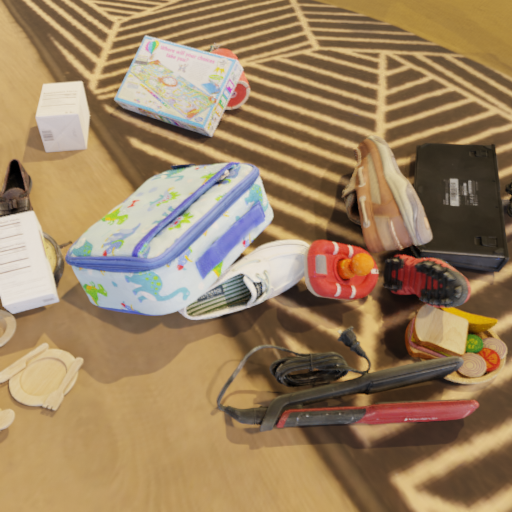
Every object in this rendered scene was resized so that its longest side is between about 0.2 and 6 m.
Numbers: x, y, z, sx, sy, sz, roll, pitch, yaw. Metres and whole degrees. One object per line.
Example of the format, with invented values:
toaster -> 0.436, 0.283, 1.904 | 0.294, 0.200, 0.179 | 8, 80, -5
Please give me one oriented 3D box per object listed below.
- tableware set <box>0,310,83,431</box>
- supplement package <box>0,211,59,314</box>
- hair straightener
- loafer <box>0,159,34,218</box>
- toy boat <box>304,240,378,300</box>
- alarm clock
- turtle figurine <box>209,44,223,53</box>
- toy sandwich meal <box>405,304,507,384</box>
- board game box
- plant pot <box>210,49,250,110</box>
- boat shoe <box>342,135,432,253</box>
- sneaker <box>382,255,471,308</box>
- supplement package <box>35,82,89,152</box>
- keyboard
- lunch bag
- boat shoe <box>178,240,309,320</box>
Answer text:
tableware set -> -3.961, 1.767, 7.997 | 2.568, 0.298, 2.145 | 23, 47, 23
supplement package -> -3.608, 0.107, 8.656 | 0.736, 0.764, 1.343 | -14, 80, -16
hair straightener -> 1.163, 1.704, 7.769 | 3.471, 0.710, 1.336 | -6, 60, 2
loafer -> -4.746, -1.202, 10.947 | 0.665, 0.583, 1.851 | -10, 44, -11
toy boat -> 1.474, 0.201, 8.894 | 1.394, 0.911, 0.909 | 9, 73, -40
alarm clock -> -3.869, 0.280, 9.278 | 1.118, 0.552, 1.658 | 25, 64, 1
turtle figurine -> -1.238, -5.626, 15.767 | 0.902, 0.454, 0.675 | -28, 33, -6
toy sandwich meal -> 3.006, 1.245, 8.384 | 1.497, 0.513, 1.497 | 0, 43, 0
board game box -> -1.879, -4.084, 13.386 | 2.694, 0.461, 1.811 | 23, 85, 22
plant pot -> -0.769, -4.293, 13.888 | 1.225, 1.225, 1.083 | -18, 58, -19
boat shoe -> 2.170, -1.209, 10.458 | 1.223, 1.290, 3.408 | -25, 28, 13
sneaker -> 2.806, 0.383, 8.723 | 0.965, 0.698, 1.976 | 5, 4, -16
supplement package -> -4.388, -3.194, 12.809 | 0.922, 0.934, 1.540 | -6, 44, -7
keyboard -> 4.213, -1.074, 10.938 | 2.238, 0.478, 3.727 | 5, 44, 14
lunch bag -> -1.291, -0.400, 9.109 | 2.452, 1.257, 3.050 | 4, 38, 37
boat shoe -> -0.095, 0.487, 8.872 | 2.407, 0.885, 0.804 | -24, 22, -8
